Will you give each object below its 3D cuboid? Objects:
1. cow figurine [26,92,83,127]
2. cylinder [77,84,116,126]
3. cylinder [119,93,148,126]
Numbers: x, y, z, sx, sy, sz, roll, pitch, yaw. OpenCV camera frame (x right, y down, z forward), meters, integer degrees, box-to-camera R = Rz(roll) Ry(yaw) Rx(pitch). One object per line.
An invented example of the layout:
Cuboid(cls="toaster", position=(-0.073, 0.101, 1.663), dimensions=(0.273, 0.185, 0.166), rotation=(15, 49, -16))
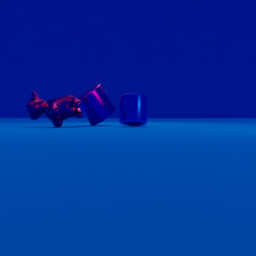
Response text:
Cuboid(cls="cow figurine", position=(-2.388, -0.683, 9.014), dimensions=(1.620, 0.889, 1.594), rotation=(-23, 39, -24))
Cuboid(cls="cylinder", position=(-1.242, -0.888, 10.663), dimensions=(1.168, 1.168, 1.168), rotation=(-30, 17, 10))
Cuboid(cls="cylinder", position=(0.185, -0.606, 9.594), dimensions=(0.955, 0.955, 0.955), rotation=(1, -9, 0))
